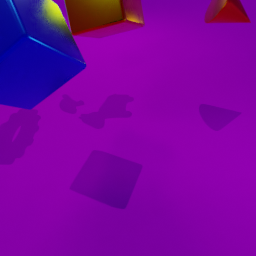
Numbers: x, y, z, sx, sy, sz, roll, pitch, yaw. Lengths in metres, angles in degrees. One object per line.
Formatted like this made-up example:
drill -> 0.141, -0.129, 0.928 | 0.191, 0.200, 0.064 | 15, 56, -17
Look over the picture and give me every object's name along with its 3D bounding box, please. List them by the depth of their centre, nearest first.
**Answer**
cube -> -1.459, -1.062, 3.584 | 1.144, 1.144, 1.144 | -32, 74, 19
cube -> -0.498, -2.715, 6.005 | 1.253, 1.253, 1.253 | -6, 12, 24
cone -> 3.074, -3.329, 8.097 | 1.213, 1.209, 1.209 | 23, 39, -13
